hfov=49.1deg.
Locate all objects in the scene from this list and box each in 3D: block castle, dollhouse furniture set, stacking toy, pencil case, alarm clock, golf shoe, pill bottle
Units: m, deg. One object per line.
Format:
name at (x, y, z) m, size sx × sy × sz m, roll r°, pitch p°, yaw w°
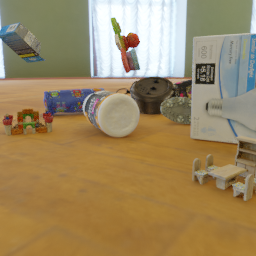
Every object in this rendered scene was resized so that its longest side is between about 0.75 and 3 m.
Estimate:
block castle at (-2.913, -0.215, 8.214) m, size 1.355 × 0.636 × 0.905 m, roll -5°, pitch 13°, yaw -19°
dollhouse furniture set at (1.756, 0.574, 4.574) m, size 1.044 × 0.679 × 0.959 m, roll -10°, pitch 15°, yaw -38°
stacking toy at (0.038, -3.050, 10.011) m, size 0.795 × 1.882 × 1.703 m, roll -15°, pitch -32°, yaw 7°
pencil case at (-2.059, -1.027, 11.096) m, size 2.474 × 1.074 × 0.965 m, roll -5°, pitch 51°, yaw -20°
alarm clock at (0.759, -1.446, 11.597) m, size 2.723 × 0.907 × 1.837 m, roll 5°, pitch 42°, yaw 20°
golf shoe at (2.231, -0.504, 9.600) m, size 2.342 × 0.917 × 1.139 m, roll 6°, pitch -5°, yaw 0°
pill bottle at (-0.597, -0.486, 8.218) m, size 1.194 × 1.194 × 2.052 m, roll -6°, pitch 12°, yaw -24°

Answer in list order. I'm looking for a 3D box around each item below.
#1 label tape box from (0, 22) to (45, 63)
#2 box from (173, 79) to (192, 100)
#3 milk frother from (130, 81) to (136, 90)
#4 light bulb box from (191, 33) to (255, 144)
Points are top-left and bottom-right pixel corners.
label tape box at (-3.024, -2.446, 8.149) m, size 0.858 × 0.396 × 1.198 m, roll 3°, pitch -25°, yaw 34°
box at (2.922, -1.688, 12.850) m, size 2.027 × 1.075 × 1.239 m, roll -9°, pitch 9°, yaw 22°
milk frother at (0.817, -1.462, 12.376) m, size 1.236 × 1.186 × 1.314 m, roll 4°, pitch 5°, yaw 22°
light bulb box at (3.122, -0.998, 7.069) m, size 2.665 × 2.641 × 1.663 m, roll 5°, pitch 16°, yaw 28°
